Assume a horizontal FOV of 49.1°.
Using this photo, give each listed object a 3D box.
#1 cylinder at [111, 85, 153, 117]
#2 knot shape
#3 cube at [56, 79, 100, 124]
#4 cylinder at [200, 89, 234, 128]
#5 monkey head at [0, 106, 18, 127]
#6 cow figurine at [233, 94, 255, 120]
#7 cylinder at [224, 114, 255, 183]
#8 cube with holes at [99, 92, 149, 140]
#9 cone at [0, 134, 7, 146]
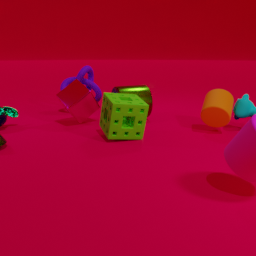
[{"bbox_3d":[0.104,-0.882,9.645,1.148,1.148,1.148,-6,16,-20],"label":"cylinder"},{"bbox_3d":[-1.686,-1.485,10.896,1.599,1.497,0.739,-47,32,-12],"label":"knot shape"},{"bbox_3d":[-1.604,-0.858,9.042,0.876,0.876,0.876,-41,55,-9],"label":"cube"},{"bbox_3d":[2.563,-0.568,8.044,0.811,0.811,0.811,7,47,23],"label":"cylinder"},{"bbox_3d":[-4.163,-0.545,8.293,1.628,1.171,0.981,-9,-6,-17],"label":"monkey head"},{"bbox_3d":[3.830,-0.367,8.005,1.520,0.834,1.496,14,16,-17],"label":"cow figurine"},{"bbox_3d":[2.087,0.323,4.434,0.809,0.809,0.809,14,43,-13],"label":"cylinder"},{"bbox_3d":[-0.139,-0.328,7.521,0.963,0.963,0.963,1,23,-21],"label":"cube with holes"},{"bbox_3d":[-3.489,-0.031,6.638,0.975,0.979,0.975,-7,12,1],"label":"cone"}]
